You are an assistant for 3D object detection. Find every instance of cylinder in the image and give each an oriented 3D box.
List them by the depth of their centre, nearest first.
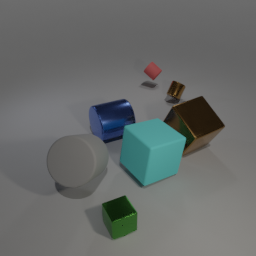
[{"bbox_3d":[-1.392,0.887,8.061,1.400,1.400,1.400,6,2,10],"label":"cylinder"},{"bbox_3d":[-0.629,-0.318,10.865,1.400,1.400,1.400,-15,35,-23],"label":"cylinder"},{"bbox_3d":[2.308,-1.814,13.472,0.700,0.700,0.700,26,3,-1],"label":"cylinder"},{"bbox_3d":[1.303,-2.995,14.720,0.700,0.700,0.700,42,40,1],"label":"cylinder"}]

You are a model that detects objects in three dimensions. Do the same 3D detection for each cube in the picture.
[{"bbox_3d":[-0.219,2.322,7.290,0.700,0.700,0.700,-15,35,-22],"label":"cube"},{"bbox_3d":[0.746,0.708,8.886,1.400,1.400,1.400,-13,36,-32],"label":"cube"},{"bbox_3d":[2.228,-0.047,9.941,1.400,1.400,1.400,-20,66,-26],"label":"cube"}]
